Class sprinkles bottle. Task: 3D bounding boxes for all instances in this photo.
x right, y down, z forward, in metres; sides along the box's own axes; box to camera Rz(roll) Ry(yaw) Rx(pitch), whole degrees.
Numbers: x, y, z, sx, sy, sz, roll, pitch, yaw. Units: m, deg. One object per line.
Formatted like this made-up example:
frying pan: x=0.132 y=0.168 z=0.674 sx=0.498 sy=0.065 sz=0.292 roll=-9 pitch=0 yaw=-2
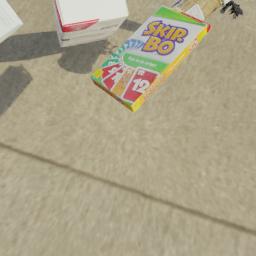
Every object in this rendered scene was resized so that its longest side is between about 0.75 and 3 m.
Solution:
sprinkles bottle: x=1.535 y=-3.029 z=7.536 sx=2.535 sy=0.865 sz=0.865 roll=-36 pitch=64 yaw=13

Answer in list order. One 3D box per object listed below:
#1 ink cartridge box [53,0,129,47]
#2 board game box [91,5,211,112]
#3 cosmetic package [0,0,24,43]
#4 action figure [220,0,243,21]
ink cartridge box: x=-1.170 y=-3.174 z=7.993 sx=1.728 sy=2.387 sz=1.007 roll=-15 pitch=97 yaw=-13
board game box: x=0.458 y=-1.424 z=5.242 sx=1.087 sy=0.341 sz=2.275 roll=37 pitch=76 yaw=27
cosmetic package: x=-3.812 y=-2.946 z=7.411 sx=1.422 sy=1.421 sz=1.724 roll=-37 pitch=26 yaw=-2
action figure: x=2.685 y=-3.030 z=7.231 sx=0.508 sy=0.436 sz=0.854 roll=36 pitch=31 yaw=-10
